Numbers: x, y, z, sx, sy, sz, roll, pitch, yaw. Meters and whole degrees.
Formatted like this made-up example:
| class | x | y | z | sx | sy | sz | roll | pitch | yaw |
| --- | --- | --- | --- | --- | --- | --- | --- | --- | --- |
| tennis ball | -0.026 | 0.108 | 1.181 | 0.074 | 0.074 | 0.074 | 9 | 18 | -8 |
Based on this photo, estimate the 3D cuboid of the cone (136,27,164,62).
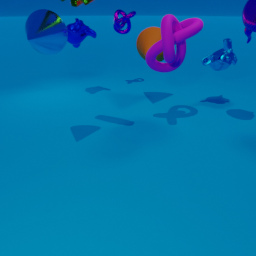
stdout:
| class | x | y | z | sx | sy | sz | roll | pitch | yaw |
| --- | --- | --- | --- | --- | --- | --- | --- | --- | --- |
| cone | 0.747 | -2.528 | 9.212 | 1.246 | 1.246 | 1.251 | 6 | 35 | 13 |

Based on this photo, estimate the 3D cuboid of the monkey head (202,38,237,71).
| class | x | y | z | sx | sy | sz | roll | pitch | yaw |
| --- | --- | --- | --- | --- | --- | --- | --- | --- | --- |
| monkey head | 3.094 | -2.404 | 9.272 | 1.377 | 0.991 | 0.830 | -15 | 12 | -34 |

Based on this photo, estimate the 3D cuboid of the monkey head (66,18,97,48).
| class | x | y | z | sx | sy | sz | roll | pitch | yaw |
| --- | --- | --- | --- | --- | --- | --- | --- | --- | --- |
| monkey head | -1.710 | -3.297 | 9.929 | 1.033 | 0.865 | 1.435 | 30 | -7 | 0 |

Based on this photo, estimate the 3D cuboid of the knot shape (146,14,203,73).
| class | x | y | z | sx | sy | sz | roll | pitch | yaw |
| --- | --- | --- | --- | --- | --- | --- | --- | --- | --- |
| knot shape | 1.249 | -2.295 | 7.273 | 0.803 | 1.738 | 1.626 | 40 | 75 | 12 |

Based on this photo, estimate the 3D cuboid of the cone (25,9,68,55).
| class | x | y | z | sx | sy | sz | roll | pitch | yaw |
| --- | --- | --- | --- | --- | --- | --- | --- | --- | --- |
| cone | -1.775 | -1.806 | 5.514 | 0.925 | 0.925 | 0.929 | 3 | 27 | 6 |

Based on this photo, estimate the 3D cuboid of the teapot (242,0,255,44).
| class | x | y | z | sx | sy | sz | roll | pitch | yaw |
| --- | --- | --- | --- | --- | --- | --- | --- | --- | --- |
| teapot | 3.237 | -2.706 | 6.699 | 0.739 | 1.510 | 0.939 | -3 | 49 | -37 |

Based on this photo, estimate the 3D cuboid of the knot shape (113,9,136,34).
| class | x | y | z | sx | sy | sz | roll | pitch | yaw |
| --- | --- | --- | --- | --- | --- | --- | --- | --- | --- |
| knot shape | -0.110 | -4.243 | 10.979 | 1.025 | 1.095 | 0.506 | -39 | 71 | -2 |

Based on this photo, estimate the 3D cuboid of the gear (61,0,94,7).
| class | x | y | z | sx | sy | sz | roll | pitch | yaw |
| --- | --- | --- | --- | --- | --- | --- | --- | --- | --- |
| gear | -1.102 | -3.115 | 5.465 | 1.368 | 1.368 | 0.253 | 12 | 46 | 26 |
